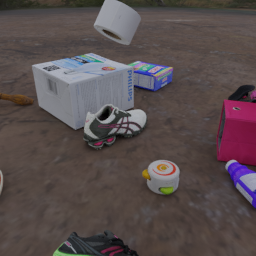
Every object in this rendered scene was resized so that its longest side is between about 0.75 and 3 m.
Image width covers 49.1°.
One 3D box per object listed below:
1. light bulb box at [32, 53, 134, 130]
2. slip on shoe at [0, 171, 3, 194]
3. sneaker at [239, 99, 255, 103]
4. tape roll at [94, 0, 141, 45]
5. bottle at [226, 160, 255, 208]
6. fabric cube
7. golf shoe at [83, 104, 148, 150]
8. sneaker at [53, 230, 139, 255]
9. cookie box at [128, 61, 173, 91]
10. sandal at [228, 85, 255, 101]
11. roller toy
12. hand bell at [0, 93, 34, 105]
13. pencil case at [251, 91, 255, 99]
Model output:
[{"bbox_3d":[-1.777,-1.663,11.425,2.964,1.849,2.937,-24,37,-36],"label":"light bulb box"},{"bbox_3d":[-3.771,1.684,6.554,0.974,0.805,2.629,2,28,6],"label":"slip on shoe"},{"bbox_3d":[5.010,-1.102,12.011,0.986,0.296,0.514,-24,41,-27],"label":"sneaker"},{"bbox_3d":[-0.346,-3.454,9.196,1.326,0.910,1.326,25,3,-1],"label":"tape roll"},{"bbox_3d":[3.135,1.420,7.307,0.651,0.509,1.559,-9,31,-14],"label":"bottle"},{"bbox_3d":[3.619,0.122,8.609,1.505,1.510,1.482,8,29,13],"label":"fabric cube"},{"bbox_3d":[-0.299,-0.263,9.647,1.060,1.209,2.746,24,36,38],"label":"golf shoe"},{"bbox_3d":[-0.216,2.389,5.205,2.351,0.902,0.985,8,34,11],"label":"sneaker"},{"bbox_3d":[0.929,-2.716,14.353,2.152,0.809,1.840,19,33,29],"label":"cookie box"},{"bbox_3d":[5.186,-1.539,12.839,1.617,0.364,0.607,-33,36,-23],"label":"sandal"},{"bbox_3d":[0.925,1.270,7.446,0.915,0.639,0.834,21,36,33],"label":"roller toy"},{"bbox_3d":[-5.346,-1.354,11.981,2.536,1.320,1.320,9,28,-9],"label":"hand bell"},{"bbox_3d":[6.123,-1.429,12.273,1.318,0.617,0.598,-7,50,-11],"label":"pencil case"}]
